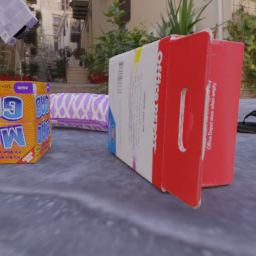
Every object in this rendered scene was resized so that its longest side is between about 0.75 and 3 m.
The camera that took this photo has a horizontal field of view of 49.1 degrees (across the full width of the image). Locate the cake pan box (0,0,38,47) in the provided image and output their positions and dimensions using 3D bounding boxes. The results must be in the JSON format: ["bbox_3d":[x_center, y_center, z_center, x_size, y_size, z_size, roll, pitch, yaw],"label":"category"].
[{"bbox_3d":[-3.729,-3.519,9.000,1.265,1.374,0.359,-40,-11,12],"label":"cake pan box"}]

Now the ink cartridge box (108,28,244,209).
[{"bbox_3d":[0.564,-0.243,3.912,0.990,1.710,2.943,-1,8,-20],"label":"ink cartridge box"}]

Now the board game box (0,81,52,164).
[{"bbox_3d":[-2.123,-0.159,4.894,1.285,1.285,1.286,-1,8,-4],"label":"board game box"}]

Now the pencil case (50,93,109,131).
[{"bbox_3d":[-1.361,-0.449,8.088,2.553,1.072,1.092,2,32,26],"label":"pencil case"}]

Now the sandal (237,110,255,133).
[{"bbox_3d":[4.047,-0.183,7.562,2.648,0.634,0.995,4,8,26],"label":"sandal"}]
